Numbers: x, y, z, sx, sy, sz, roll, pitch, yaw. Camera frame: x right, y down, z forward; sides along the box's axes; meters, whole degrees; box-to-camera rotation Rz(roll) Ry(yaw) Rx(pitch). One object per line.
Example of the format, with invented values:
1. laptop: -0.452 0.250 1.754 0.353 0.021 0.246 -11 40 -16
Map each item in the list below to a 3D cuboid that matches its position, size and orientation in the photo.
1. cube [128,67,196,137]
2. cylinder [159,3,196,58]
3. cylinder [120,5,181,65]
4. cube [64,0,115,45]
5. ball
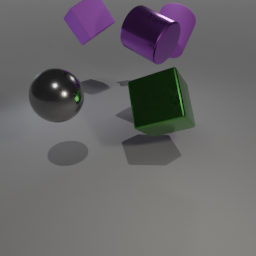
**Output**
1. cube: 0.973 -0.656 7.930 1.400 1.400 1.400 -14 -16 21
2. cylinder: 1.589 -3.537 10.266 1.400 1.400 1.400 17 73 28
3. cylinder: 0.710 -2.953 8.918 1.400 1.400 1.400 35 42 22
4. cube: -1.684 -4.651 12.051 1.400 1.400 1.400 -41 19 -16
5. ball: -1.847 -0.840 7.290 1.400 1.400 1.400 0 29 0
